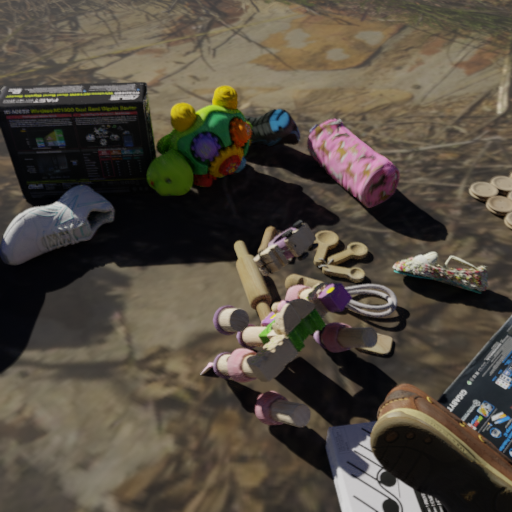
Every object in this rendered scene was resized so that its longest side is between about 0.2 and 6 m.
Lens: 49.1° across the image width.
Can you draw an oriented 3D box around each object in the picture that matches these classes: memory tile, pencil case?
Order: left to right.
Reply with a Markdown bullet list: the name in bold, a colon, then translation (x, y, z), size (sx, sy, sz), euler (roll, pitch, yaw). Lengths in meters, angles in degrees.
- **pencil case**: translation (2.049, -2.026, 12.006), size (0.987, 1.032, 2.385), euler (-32, 48, -4)
- **memory tile**: translation (5.821, -1.237, 11.822), size (2.245, 0.189, 1.721), euler (-16, 44, -16)

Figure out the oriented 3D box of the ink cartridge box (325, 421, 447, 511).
- **ink cartridge box**: translation (1.685, 3.178, 6.652), size (1.166, 0.549, 2.481), euler (-6, 42, -5)

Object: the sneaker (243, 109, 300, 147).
- **sneaker**: translation (-0.056, -2.886, 13.287), size (2.296, 0.940, 0.841), euler (8, 76, 32)

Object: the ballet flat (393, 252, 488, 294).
- **ballet flat**: translation (3.273, 0.222, 9.886), size (1.636, 0.523, 0.619), euler (14, 9, 9)

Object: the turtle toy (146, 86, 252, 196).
- **turtle toy**: translation (-1.147, -2.186, 11.781), size (2.709, 1.975, 1.369), euler (-30, 68, -22)

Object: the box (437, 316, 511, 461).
- **box**: translation (4.025, 2.126, 7.733), size (2.252, 0.652, 2.834), euler (33, 52, 31)

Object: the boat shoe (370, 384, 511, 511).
- **boat shoe**: translation (2.566, 2.544, 6.392), size (2.857, 1.028, 0.965), euler (41, 33, -2)

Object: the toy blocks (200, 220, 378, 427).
- **toy blocks**: translation (0.195, 1.007, 8.196), size (2.049, 2.192, 1.845), euler (-41, 13, -27)

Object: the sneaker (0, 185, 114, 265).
- **sneaker**: translation (-3.709, -0.554, 10.597), size (0.951, 0.834, 2.373), euler (27, 48, 23)

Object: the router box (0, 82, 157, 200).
- **router box**: translation (-3.569, -2.346, 11.544), size (2.914, 2.184, 0.905), euler (-3, 43, -4)

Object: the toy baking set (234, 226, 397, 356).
- **toy baking set**: translation (1.008, 0.438, 9.807), size (2.539, 0.385, 3.308), euler (-7, 43, -8)
